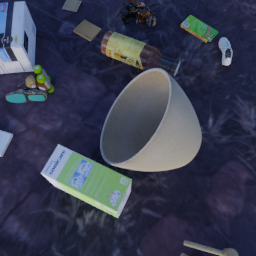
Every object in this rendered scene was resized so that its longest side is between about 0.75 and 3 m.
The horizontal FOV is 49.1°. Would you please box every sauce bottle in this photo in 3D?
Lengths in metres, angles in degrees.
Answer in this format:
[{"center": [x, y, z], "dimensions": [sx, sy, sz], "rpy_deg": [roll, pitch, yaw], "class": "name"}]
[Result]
[{"center": [0.455, -2.690, 10.330], "dimensions": [2.940, 0.970, 0.970], "rpy_deg": [24, 68, 13], "class": "sauce bottle"}]

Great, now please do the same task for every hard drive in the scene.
[{"center": [-4.607, 0.406, 9.369], "dimensions": [1.257, 0.168, 0.829], "rpy_deg": [16, 67, 7], "class": "hard drive"}]

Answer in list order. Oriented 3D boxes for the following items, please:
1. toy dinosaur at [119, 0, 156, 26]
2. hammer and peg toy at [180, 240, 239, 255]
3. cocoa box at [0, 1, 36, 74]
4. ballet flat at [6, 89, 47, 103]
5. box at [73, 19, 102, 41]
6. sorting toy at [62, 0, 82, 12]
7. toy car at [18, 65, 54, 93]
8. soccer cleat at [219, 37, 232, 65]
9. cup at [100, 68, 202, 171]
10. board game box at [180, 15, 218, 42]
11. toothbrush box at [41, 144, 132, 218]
[{"center": [0.352, -4.773, 11.508], "dimensions": [1.244, 0.936, 1.833], "rpy_deg": [-27, 49, -27], "class": "toy dinosaur"}, {"center": [1.923, 4.068, 7.381], "dimensions": [1.629, 0.781, 2.215], "rpy_deg": [24, 68, 12], "class": "hammer and peg toy"}, {"center": [-4.338, -3.311, 10.335], "dimensions": [1.434, 1.457, 2.185], "rpy_deg": [-6, 66, -3], "class": "cocoa box"}, {"center": [-3.583, -1.176, 9.989], "dimensions": [1.396, 0.474, 0.526], "rpy_deg": [-3, 43, -7], "class": "ballet flat"}, {"center": [-1.645, -3.977, 11.398], "dimensions": [0.912, 0.097, 0.745], "rpy_deg": [32, 69, 14], "class": "box"}, {"center": [-2.352, -5.374, 12.033], "dimensions": [0.700, 0.126, 0.939], "rpy_deg": [13, 66, 11], "class": "sorting toy"}, {"center": [-3.326, -1.576, 9.941], "dimensions": [1.058, 0.869, 0.835], "rpy_deg": [-25, 67, 0], "class": "toy car"}, {"center": [3.781, -3.011, 10.729], "dimensions": [0.463, 0.518, 1.336], "rpy_deg": [2, 65, 1], "class": "soccer cleat"}, {"center": [0.892, 0.090, 8.245], "dimensions": [2.131, 2.979, 2.979], "rpy_deg": [30, 63, -29], "class": "cup"}, {"center": [2.899, -4.010, 11.362], "dimensions": [1.414, 0.212, 0.676], "rpy_deg": [38, 72, 18], "class": "board game box"}, {"center": [-1.098, 1.575, 8.019], "dimensions": [2.268, 1.651, 0.976], "rpy_deg": [22, 68, 10], "class": "toothbrush box"}]
